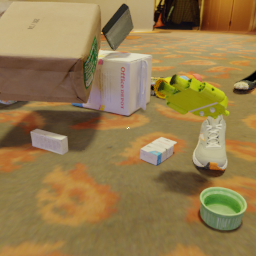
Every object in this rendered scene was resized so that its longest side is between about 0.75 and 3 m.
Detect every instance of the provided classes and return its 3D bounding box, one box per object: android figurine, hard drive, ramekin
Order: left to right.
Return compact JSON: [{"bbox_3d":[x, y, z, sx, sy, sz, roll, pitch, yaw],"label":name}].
[{"bbox_3d":[-0.326,-3.495,9.882,0.278,1.180,1.691,40,3,6],"label":"hard drive"},{"bbox_3d":[1.292,-0.538,5.367,1.402,0.288,1.276,27,-18,-20],"label":"android figurine"},{"bbox_3d":[1.685,1.455,5.049,0.797,0.389,0.797,0,24,0],"label":"ramekin"}]

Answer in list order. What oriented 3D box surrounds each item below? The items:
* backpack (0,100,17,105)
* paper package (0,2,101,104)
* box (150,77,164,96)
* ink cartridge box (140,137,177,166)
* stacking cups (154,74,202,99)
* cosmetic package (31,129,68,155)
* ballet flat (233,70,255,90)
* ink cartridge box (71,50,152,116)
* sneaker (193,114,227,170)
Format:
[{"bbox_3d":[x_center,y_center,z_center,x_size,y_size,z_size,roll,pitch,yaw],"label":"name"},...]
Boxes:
[{"bbox_3d":[-4.948,-2.245,11.320,2.289,1.996,2.604,19,34,7],"label":"backpack"},{"bbox_3d":[-2.265,-2.245,7.931,2.804,1.522,2.941,2,48,4],"label":"paper package"},{"bbox_3d":[0.293,-2.038,12.939,2.459,0.463,1.679,8,25,17],"label":"box"},{"bbox_3d":[0.795,0.578,7.160,0.528,0.304,0.911,19,30,37],"label":"ink cartridge box"},{"bbox_3d":[2.342,-2.016,12.372,0.852,0.852,2.818,21,31,39],"label":"stacking cups"},{"bbox_3d":[-2.104,0.353,7.509,1.072,0.442,0.271,13,27,25],"label":"cosmetic package"},{"bbox_3d":[5.566,-2.221,13.010,0.863,0.738,2.598,18,29,35],"label":"ballet flat"},{"bbox_3d":[-0.484,-1.780,10.553,2.979,1.915,1.865,13,26,25],"label":"ink cartridge box"},{"bbox_3d":[2.105,0.229,7.089,0.827,1.005,2.185,5,24,12],"label":"sneaker"}]
